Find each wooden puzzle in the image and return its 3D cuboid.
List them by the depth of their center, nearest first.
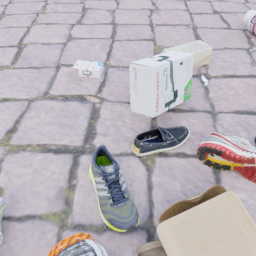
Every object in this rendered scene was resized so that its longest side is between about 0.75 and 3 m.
[{"bbox_3d":[2.038,2.801,6.510,2.202,0.410,2.037,-21,66,-12],"label":"wooden puzzle"}]

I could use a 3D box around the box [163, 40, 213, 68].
[{"bbox_3d":[2.835,-3.451,13.517,2.207,0.858,1.048,-19,46,-19],"label":"box"}]

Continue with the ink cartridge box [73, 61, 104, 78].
[{"bbox_3d":[-1.847,-2.756,13.088,1.273,0.432,0.738,8,44,8],"label":"ink cartridge box"}]

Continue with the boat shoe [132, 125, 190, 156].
[{"bbox_3d":[1.180,0.319,9.616,2.227,0.693,0.831,-15,44,-18],"label":"boat shoe"}]

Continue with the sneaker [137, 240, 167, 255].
[{"bbox_3d":[1.203,3.035,6.875,1.936,0.682,0.731,-12,64,-9],"label":"sneaker"}]

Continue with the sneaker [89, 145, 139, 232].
[{"bbox_3d":[-0.502,1.625,7.891,1.018,1.115,2.755,-18,46,-18],"label":"sneaker"}]

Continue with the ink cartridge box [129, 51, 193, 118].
[{"bbox_3d":[1.276,-1.676,10.318,1.054,1.860,2.537,21,35,38],"label":"ink cartridge box"}]

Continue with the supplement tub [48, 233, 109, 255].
[{"bbox_3d":[-0.775,3.442,5.737,1.396,1.396,2.279,-21,48,-21],"label":"supplement tub"}]

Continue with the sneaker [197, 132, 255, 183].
[{"bbox_3d":[3.732,0.816,8.763,2.899,1.129,1.191,20,46,20],"label":"sneaker"}]

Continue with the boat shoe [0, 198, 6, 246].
[{"bbox_3d":[-3.517,2.846,6.971,0.708,0.822,2.282,18,49,-9],"label":"boat shoe"}]

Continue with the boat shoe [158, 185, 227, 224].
[{"bbox_3d":[1.771,2.263,7.657,2.145,0.672,0.786,-19,72,-16],"label":"boat shoe"}]

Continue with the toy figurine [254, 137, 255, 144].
[{"bbox_3d":[5.445,0.169,9.442,1.824,1.289,1.853,31,49,22],"label":"toy figurine"}]

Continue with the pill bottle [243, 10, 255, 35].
[{"bbox_3d":[7.577,-5.791,15.740,1.270,1.270,2.263,-17,44,-17],"label":"pill bottle"}]
